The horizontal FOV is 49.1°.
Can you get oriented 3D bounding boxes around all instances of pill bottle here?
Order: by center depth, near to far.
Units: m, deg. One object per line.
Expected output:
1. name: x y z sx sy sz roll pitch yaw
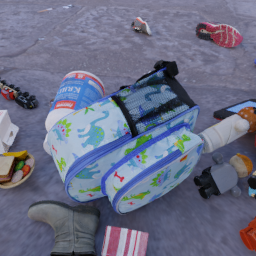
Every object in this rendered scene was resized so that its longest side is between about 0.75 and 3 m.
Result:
1. pill bottle: -1.418 -0.337 7.436 1.276 1.276 2.274 4 51 6

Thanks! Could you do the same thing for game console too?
1. game console: 3.712 -0.843 7.532 2.193 1.302 1.890 -17 28 -35

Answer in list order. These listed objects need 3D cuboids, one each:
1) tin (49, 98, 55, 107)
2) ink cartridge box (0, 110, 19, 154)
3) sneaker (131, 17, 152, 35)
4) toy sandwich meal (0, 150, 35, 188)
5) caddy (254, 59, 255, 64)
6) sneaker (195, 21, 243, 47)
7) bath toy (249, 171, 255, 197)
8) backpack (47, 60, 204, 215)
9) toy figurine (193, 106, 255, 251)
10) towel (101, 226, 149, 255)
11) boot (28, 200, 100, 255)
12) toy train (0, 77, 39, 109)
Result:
1. tin: -2.024 -0.724 9.001 1.025 0.215 0.574 14 44 18
2. ink cartridge box: -3.686 0.107 7.356 1.371 0.859 0.881 -3 37 -2
3. sneaker: 0.656 -5.179 14.640 0.710 0.668 1.733 -33 41 2
4. toy sandwich meal: -2.643 0.879 6.310 1.091 0.374 1.091 -9 44 9
5. caddy: 5.655 -2.778 11.166 1.176 0.831 0.617 -5 33 -5
6. sneaker: 4.443 -4.622 13.433 0.929 1.003 2.489 -21 42 -29
7. bath toy: 3.406 1.411 5.943 1.559 0.678 0.576 20 7 23
8. backpack: -0.015 0.465 5.575 2.777 2.541 2.041 -23 63 -12
9. toy figurine: 2.437 0.841 5.279 1.572 2.260 2.225 -24 39 -14
10. towel: -0.051 2.049 4.911 0.761 0.548 0.087 10 -5 2
11. boot: -1.302 1.945 5.298 1.524 0.516 0.996 3 43 6
12. toy train: -3.947 -1.180 9.454 2.426 0.414 0.556 26 57 29
